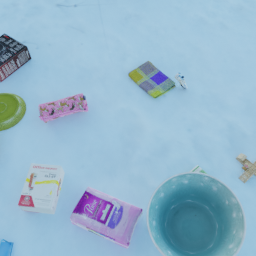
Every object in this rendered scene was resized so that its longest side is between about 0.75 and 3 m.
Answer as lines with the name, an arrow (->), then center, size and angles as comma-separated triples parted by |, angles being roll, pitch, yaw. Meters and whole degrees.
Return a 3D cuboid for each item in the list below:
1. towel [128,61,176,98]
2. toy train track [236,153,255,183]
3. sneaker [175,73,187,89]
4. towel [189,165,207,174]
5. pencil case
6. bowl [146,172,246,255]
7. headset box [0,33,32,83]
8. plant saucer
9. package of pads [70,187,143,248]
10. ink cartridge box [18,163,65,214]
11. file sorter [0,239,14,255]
towel -> 1.032, -2.151, 12.312 | 1.352, 0.214, 1.882 | -32, 63, -20
toy train track -> 4.830, 1.714, 9.731 | 1.352, 0.383, 2.357 | -36, 65, -21
sneaker -> 2.299, -1.967, 11.809 | 0.337, 0.929, 0.334 | -42, 42, 8
towel -> 2.569, 2.169, 9.547 | 1.253, 0.192, 1.643 | -35, 63, -21
pencil case -> -2.564, -0.789, 11.108 | 1.922, 0.831, 0.796 | -16, 92, -10
bowl -> 1.939, 2.807, 8.309 | 2.696, 1.410, 2.696 | -4, 59, 6
headset box -> -5.719, -3.115, 12.583 | 1.560, 0.787, 2.099 | 31, 62, 18
plant saucer -> -5.145, -0.752, 11.365 | 1.931, 0.300, 1.931 | 0, 57, -1
package of pads -> -0.659, 2.773, 8.815 | 2.028, 0.767, 1.222 | 20, 57, 12
ink cartridge box -> -2.866, 2.003, 9.384 | 1.097, 0.630, 1.511 | 5, 57, 3
file sorter -> -4.266, 3.756, 8.131 | 1.403, 0.861, 0.974 | 1, 58, 0
